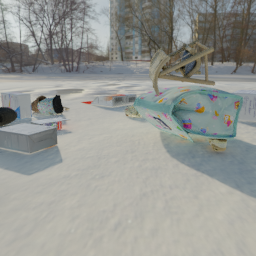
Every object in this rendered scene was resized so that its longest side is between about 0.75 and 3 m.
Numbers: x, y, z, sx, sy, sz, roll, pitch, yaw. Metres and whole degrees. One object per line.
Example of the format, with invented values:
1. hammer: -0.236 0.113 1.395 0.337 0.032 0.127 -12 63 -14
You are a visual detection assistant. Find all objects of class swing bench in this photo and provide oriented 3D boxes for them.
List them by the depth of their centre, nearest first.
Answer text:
1. swing bench: 1.515 -1.875 8.518 1.770 1.149 1.761 -9 23 3

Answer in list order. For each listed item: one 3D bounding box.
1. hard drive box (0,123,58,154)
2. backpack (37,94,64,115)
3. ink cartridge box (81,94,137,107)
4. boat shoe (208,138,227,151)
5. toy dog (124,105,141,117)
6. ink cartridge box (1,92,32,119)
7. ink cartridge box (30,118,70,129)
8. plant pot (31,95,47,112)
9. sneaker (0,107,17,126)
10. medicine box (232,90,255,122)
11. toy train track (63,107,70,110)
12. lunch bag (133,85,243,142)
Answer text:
1. hard drive box: -3.073 0.274 8.463 1.472 0.565 1.147 7 14 29
2. backpack: -3.968 -1.146 14.250 1.202 1.003 0.761 -1 15 25
3. ink cartridge box: -1.277 -1.945 18.367 2.956 0.741 2.398 13 17 37
4. boat shoe: 2.545 0.482 8.035 0.393 0.353 1.062 1 -1 5
5. toy dog: 0.235 -0.849 13.647 0.864 0.603 0.838 4 1 21
6. ink cartridge box: -5.364 -1.102 13.411 1.593 1.151 0.674 10 16 39
7. ink cartridge box: -2.990 -0.140 10.928 0.751 0.347 1.379 11 16 43
8. plant pot: -4.763 -1.222 14.978 0.787 0.902 0.902 -12 6 26
9. sneaker: -5.436 -0.281 10.996 2.080 0.790 0.944 -12 26 -21
10. medicine box: 6.086 -1.048 12.936 2.408 1.240 2.194 8 14 30
11. toy train track: -4.004 -1.155 15.912 1.584 0.258 0.908 13 10 26
12. lunch bag: 1.951 -0.601 9.707 2.946 1.797 2.510 0 12 -26
